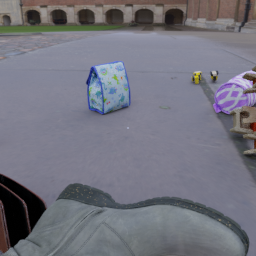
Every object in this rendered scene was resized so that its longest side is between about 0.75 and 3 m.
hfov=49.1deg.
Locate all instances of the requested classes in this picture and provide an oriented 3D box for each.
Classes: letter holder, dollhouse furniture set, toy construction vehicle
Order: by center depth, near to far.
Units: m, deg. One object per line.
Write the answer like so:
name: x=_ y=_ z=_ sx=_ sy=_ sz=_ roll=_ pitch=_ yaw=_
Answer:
letter holder: x=-2.012 y=1.101 z=4.388 sx=1.453 sy=1.033 sz=0.731 roll=16 pitch=28 yaw=34
dollhouse furniture set: x=3.333 y=-0.318 z=6.886 sx=1.010 sy=1.960 sz=1.939 roll=2 pitch=-9 yaw=0
toy construction vehicle: x=3.694 y=-2.429 z=13.528 sx=1.238 sy=0.501 sz=1.422 roll=-8 pitch=19 yaw=11

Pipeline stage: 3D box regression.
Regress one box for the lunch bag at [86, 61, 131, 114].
lunch bag: x=-0.676 y=-1.436 z=9.633 sx=1.011 sy=1.587 sz=1.349 roll=21 pitch=32 yaw=39

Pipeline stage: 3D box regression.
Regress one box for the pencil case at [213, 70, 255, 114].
pencil case: x=4.157 y=-1.336 z=9.992 sx=2.876 sy=1.207 sz=1.229 roll=-22 pitch=-2 yaw=-45

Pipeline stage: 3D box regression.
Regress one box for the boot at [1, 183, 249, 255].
boot: x=-0.213 y=1.702 z=3.325 sx=2.938 sy=0.995 sz=1.919 roll=3 pitch=26 yaw=26
